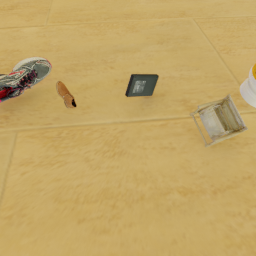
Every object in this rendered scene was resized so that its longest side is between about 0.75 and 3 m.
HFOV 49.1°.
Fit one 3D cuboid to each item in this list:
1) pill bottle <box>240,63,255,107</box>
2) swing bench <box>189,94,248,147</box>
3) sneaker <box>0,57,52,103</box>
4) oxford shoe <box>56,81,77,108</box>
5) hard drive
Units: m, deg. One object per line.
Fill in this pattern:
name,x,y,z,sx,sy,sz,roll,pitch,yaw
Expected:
pill bottle,4.785,-1.782,8.689,1.486,2.636,1.486,11,56,-16
swing bench,2.643,-0.210,8.210,1.159,0.752,1.153,-19,77,-14
sneaker,-3.689,-1.561,9.612,2.495,1.006,0.932,-36,45,-19
oxford shoe,-1.907,-1.051,8.838,0.380,1.065,0.380,9,53,30
hard drive,0.490,-1.447,9.530,1.142,0.797,0.188,-8,38,-37
